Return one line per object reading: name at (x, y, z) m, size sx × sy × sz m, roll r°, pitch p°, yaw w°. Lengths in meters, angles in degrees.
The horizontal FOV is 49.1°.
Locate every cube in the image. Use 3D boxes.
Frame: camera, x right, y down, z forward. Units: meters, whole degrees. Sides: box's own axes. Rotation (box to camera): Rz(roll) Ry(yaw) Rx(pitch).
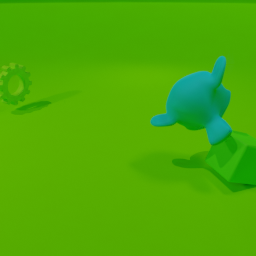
cube at (2.040, 0.519, 5.185) m, size 0.737 × 0.737 × 0.737 m, roll 11°, pitch 20°, yaw -26°

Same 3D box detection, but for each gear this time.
gear at (-3.314, -1.266, 8.133) m, size 0.220 × 1.189 × 1.189 m, roll 18°, pitch 31°, yaw 22°

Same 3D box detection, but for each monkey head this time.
monkey head at (1.265, -0.352, 4.948) m, size 1.041 × 1.728 × 1.243 m, roll 32°, pitch 29°, yaw -28°
